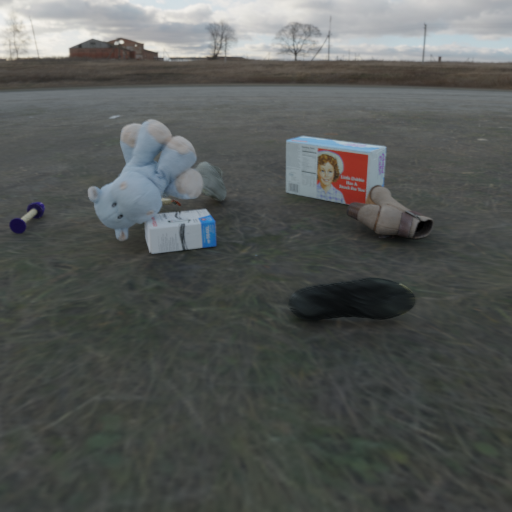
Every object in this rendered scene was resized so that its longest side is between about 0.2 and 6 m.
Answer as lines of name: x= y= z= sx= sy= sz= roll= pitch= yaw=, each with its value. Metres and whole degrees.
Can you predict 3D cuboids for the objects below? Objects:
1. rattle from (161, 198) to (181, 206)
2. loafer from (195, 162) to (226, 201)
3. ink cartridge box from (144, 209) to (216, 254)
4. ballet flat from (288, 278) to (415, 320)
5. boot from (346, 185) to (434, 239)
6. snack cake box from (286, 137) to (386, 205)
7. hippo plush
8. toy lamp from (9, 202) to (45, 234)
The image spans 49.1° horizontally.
rattle: x=-2.374 y=-1.537 z=13.997 sx=0.918 sy=0.656 sz=0.598 roll=-6 pitch=0 yaw=-5
loafer: x=-1.119 y=-1.898 z=14.330 sx=0.772 sy=0.771 sz=2.209 roll=28 pitch=3 yaw=6
ink cartridge box: x=-1.639 y=-0.541 z=11.964 sx=1.389 sy=0.585 sz=1.014 roll=-7 pitch=23 yaw=-16
ballet flat: x=1.499 y=0.668 z=8.839 sx=1.985 sy=0.660 sz=0.564 roll=-1 pitch=0 yaw=-1
boot: x=3.228 y=-0.939 z=12.889 sx=1.723 sy=0.828 sz=2.356 roll=22 pitch=29 yaw=29
snack cake box: x=2.085 y=-2.299 z=15.078 sx=2.631 sy=1.513 sz=0.884 roll=17 pitch=27 yaw=36
hippo plush: x=-2.702 y=-1.639 z=12.095 sx=2.600 sy=2.071 sz=2.090 roll=-13 pitch=23 yaw=37
toy lamp: x=-5.357 y=-0.943 z=13.236 sx=0.419 sy=0.419 sz=1.439 roll=-1 pitch=23 yaw=-2
